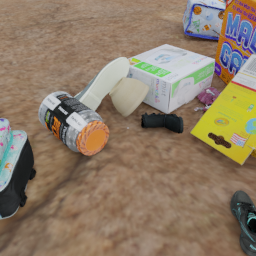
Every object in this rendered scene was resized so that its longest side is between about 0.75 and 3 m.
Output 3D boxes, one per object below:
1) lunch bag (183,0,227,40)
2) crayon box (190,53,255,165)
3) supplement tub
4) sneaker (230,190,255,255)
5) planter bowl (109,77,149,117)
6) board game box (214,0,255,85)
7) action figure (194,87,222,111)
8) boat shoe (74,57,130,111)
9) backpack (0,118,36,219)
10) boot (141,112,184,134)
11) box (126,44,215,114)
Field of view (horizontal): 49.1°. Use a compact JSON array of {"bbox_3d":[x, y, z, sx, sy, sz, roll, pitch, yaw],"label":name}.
[{"bbox_3d":[4.251,-5.350,13.430,2.894,1.792,2.461,13,39,0],"label":"lunch bag"},{"bbox_3d":[3.063,-0.437,7.010,2.694,0.684,1.710,-50,44,0],"label":"crayon box"},{"bbox_3d":[-1.387,-0.121,7.175,1.114,1.114,1.819,-30,46,-33],"label":"supplement tub"},{"bbox_3d":[2.328,1.686,5.323,0.525,0.552,1.392,1,37,4],"label":"sneaker"},{"bbox_3d":[-0.047,-0.996,8.089,0.771,1.146,1.146,39,37,-15],"label":"planter bowl"},{"bbox_3d":[4.888,-2.650,8.990,2.869,2.867,2.867,-7,37,-8],"label":"board game box"},{"bbox_3d":[2.520,-0.775,8.623,0.800,0.720,1.075,25,36,-18],"label":"action figure"},{"bbox_3d":[-0.877,-1.321,8.436,2.250,0.819,0.695,-50,44,-6],"label":"boat shoe"},{"bbox_3d":[-3.247,0.819,5.670,2.188,1.647,1.942,-5,37,2],"label":"backpack"},{"bbox_3d":[0.887,-0.142,7.539,0.991,0.448,1.210,-1,16,-6],"label":"boot"},{"bbox_3d":[1.284,-1.692,9.215,2.348,1.135,2.071,-30,45,-34],"label":"box"}]
